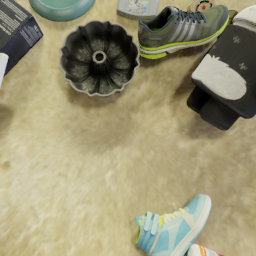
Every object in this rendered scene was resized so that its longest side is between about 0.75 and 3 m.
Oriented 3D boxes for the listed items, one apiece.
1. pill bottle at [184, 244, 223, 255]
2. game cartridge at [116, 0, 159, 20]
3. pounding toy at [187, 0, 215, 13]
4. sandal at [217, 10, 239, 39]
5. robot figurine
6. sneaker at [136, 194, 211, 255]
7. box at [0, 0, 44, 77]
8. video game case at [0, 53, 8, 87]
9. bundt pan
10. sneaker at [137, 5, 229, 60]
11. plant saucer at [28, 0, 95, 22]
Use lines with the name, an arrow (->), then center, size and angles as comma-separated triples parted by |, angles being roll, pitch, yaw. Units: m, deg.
pill bottle -> 2.311, 3.666, 6.235 | 2.380, 1.345, 1.345 | 21, 81, 5
game cartridge -> 0.283, -3.521, 8.014 | 1.174, 0.244, 0.782 | 9, 77, 1
pounding toy -> 2.092, -3.463, 7.988 | 0.955, 0.548, 0.546 | -42, 111, 3
sandal -> 2.757, -2.453, 7.765 | 0.630, 0.421, 1.541 | -2, 95, 6
robot figurine -> 2.715, -1.374, 6.590 | 2.186, 1.816, 2.910 | 38, 105, 14
sneaker -> 0.983, 2.220, 6.760 | 1.360, 0.829, 2.083 | 36, 79, 7
box -> -3.659, -2.669, 7.454 | 1.950, 1.015, 1.776 | 40, 81, 6
video game case -> -3.123, -0.761, 5.582 | 1.419, 0.179, 1.558 | 10, 85, 26
bundt pan -> -0.729, -1.734, 7.426 | 2.089, 0.784, 2.089 | 0, 81, 0
sneaker -> 1.418, -2.665, 7.262 | 2.587, 1.047, 0.956 | -23, 53, -2
plant saucer -> -1.921, -4.084, 8.073 | 2.082, 0.285, 2.082 | 0, 80, 1
